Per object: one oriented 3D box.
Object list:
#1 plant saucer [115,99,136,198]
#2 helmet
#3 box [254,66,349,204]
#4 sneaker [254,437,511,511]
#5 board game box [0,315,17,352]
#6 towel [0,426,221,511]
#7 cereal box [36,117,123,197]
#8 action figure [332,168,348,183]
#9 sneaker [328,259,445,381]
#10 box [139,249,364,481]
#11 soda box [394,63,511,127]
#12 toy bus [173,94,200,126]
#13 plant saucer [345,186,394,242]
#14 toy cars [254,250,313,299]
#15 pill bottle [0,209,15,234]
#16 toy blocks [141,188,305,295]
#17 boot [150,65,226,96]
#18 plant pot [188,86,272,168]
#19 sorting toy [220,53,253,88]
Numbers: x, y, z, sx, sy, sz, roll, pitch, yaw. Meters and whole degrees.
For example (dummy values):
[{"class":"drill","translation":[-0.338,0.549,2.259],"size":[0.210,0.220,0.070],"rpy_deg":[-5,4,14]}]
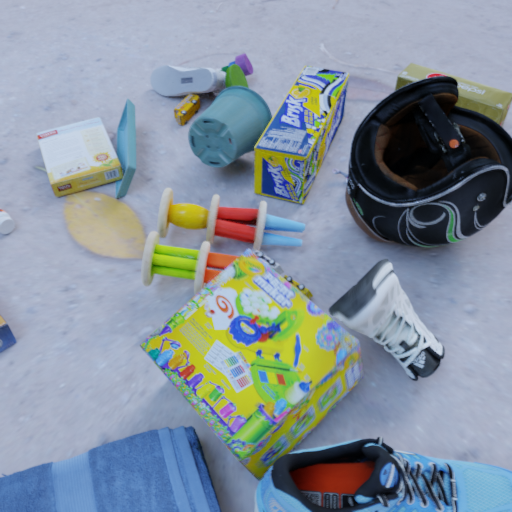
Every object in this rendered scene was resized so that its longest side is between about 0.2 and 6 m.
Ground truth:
[{"class":"plant saucer","translation":[-2.891,-2.422,12.470],"size":[0.251,0.926,2.648],"rpy_deg":[13,42,-23]},{"class":"helmet","translation":[3.192,-1.513,10.117],"size":[2.931,2.795,2.931],"rpy_deg":[-8,73,28]},{"class":"box","translation":[1.070,-2.807,12.499],"size":[1.156,1.260,3.595],"rpy_deg":[15,48,14]},{"class":"sneaker","translation":[1.678,2.961,6.805],"size":[3.395,1.527,1.331],"rpy_deg":[-1,46,-1]},{"class":"board game box","translation":[-5.885,1.472,8.898],"size":[3.260,0.564,2.208],"rpy_deg":[-33,55,-28]},{"class":"towel","translation":[-2.218,3.472,6.785],"size":[3.633,0.882,2.028],"rpy_deg":[-14,48,-14]},{"class":"cereal box","translation":[-3.974,-2.262,12.548],"size":[1.520,0.418,2.113],"rpy_deg":[-18,48,-14]},{"class":"action figure","translation":[2.395,-1.778,12.078],"size":[1.470,1.094,0.984],"rpy_deg":[-54,22,-23]},{"class":"sneaker","translation":[2.089,1.000,8.085],"size":[1.072,2.840,1.634],"rpy_deg":[-45,74,11]},{"class":"box","translation":[-0.022,1.497,7.979],"size":[2.139,1.355,2.221],"rpy_deg":[-41,58,-13]},{"class":"soda box","translation":[4.754,-3.799,13.700],"size":[2.663,0.902,0.852],"rpy_deg":[26,52,23]},{"class":"toy bus","translation":[-1.736,-3.640,13.950],"size":[0.393,0.326,1.003],"rpy_deg":[18,49,16]},{"class":"plant saucer","translation":[2.213,-0.872,10.878],"size":[1.508,0.260,1.508],"rpy_deg":[29,42,-30]},{"class":"toy cars","translation":[0.429,0.389,9.861],"size":[1.273,0.570,0.282],"rpy_deg":[40,80,-3]},{"class":"pill bottle","translation":[-5.158,-0.745,11.134],"size":[0.736,0.403,0.403],"rpy_deg":[31,54,26]},{"class":"toy blocks","translation":[-0.493,-0.184,10.101],"size":[2.699,0.980,2.249],"rpy_deg":[8,44,-1]},{"class":"boot","translation":[-1.655,-4.509,14.614],"size":[2.175,0.800,1.039],"rpy_deg":[14,15,31]},{"class":"plant pot","translation":[-0.614,-2.655,11.856],"size":[1.496,1.496,1.465],"rpy_deg":[19,38,17]},{"class":"sorting toy","translation":[-0.867,-4.026,14.093],"size":[1.081,1.089,3.140],"rpy_deg":[-10,44,23]}]
